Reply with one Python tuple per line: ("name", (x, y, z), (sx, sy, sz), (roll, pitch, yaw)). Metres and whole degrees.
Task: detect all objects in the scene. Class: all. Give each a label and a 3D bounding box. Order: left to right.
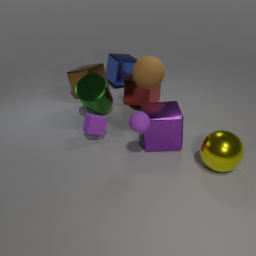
("cube", (-2.044, -2.440, 14.473), (1.400, 1.400, 1.400), (3, 28, 33))
("cube", (-1.319, -0.145, 11.083), (0.700, 0.700, 0.700), (9, 8, -28))
("cylinder", (-1.481, -1.484, 12.579), (1.400, 1.400, 1.400), (-4, 67, 9))
("cube", (-0.310, -3.330, 15.926), (1.400, 1.400, 1.400), (-6, 34, -30))
("ball", (0.380, -0.201, 9.325), (0.700, 0.700, 0.700), (0, 31, 0))
("cube", (0.722, -1.921, 13.867), (1.400, 1.400, 1.400), (16, 34, 25))
("ball", (0.881, -2.384, 12.072), (1.400, 1.400, 1.400), (0, 31, 0))
("cube", (1.280, -0.083, 10.665), (1.400, 1.400, 1.400), (-4, 31, 1))
("ball", (3.117, 0.757, 9.318), (1.400, 1.400, 1.400), (0, 31, 0))
